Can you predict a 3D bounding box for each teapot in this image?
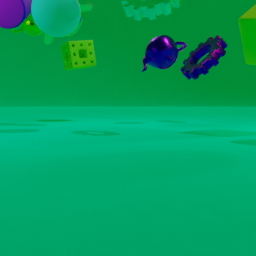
[{"bbox_3d":[-3.160,-3.570,9.507,1.640,1.020,0.803,-31,-19,-29],"label":"teapot"},{"bbox_3d":[1.228,-2.648,10.184,2.021,1.257,0.990,-29,52,-8],"label":"teapot"}]

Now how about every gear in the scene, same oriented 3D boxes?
[{"bbox_3d":[0.545,-2.866,6.208,1.346,1.346,0.249,2,-39,20],"label":"gear"},{"bbox_3d":[2.998,-2.805,11.193,0.366,1.981,1.981,39,-12,-22],"label":"gear"}]

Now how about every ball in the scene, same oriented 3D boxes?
[{"bbox_3d":[-1.738,-2.829,6.815,1.158,1.158,1.158,0,5,0],"label":"ball"}]

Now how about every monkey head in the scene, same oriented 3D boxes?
[{"bbox_3d":[-2.126,-3.567,8.764,1.961,1.182,1.411,-31,-23,20],"label":"monkey head"}]

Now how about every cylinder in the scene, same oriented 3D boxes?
[{"bbox_3d":[-2.961,-3.183,7.031,1.048,1.048,1.048,0,38,0],"label":"cylinder"}]

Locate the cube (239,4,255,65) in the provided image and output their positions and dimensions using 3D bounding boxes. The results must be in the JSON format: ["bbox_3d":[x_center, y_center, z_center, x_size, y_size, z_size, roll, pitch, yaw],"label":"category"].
[{"bbox_3d":[3.538,-2.257,6.483,1.241,1.241,1.241,-41,37,-18],"label":"cube"}]

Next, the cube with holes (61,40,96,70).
[{"bbox_3d":[-2.103,-3.068,11.870,1.050,1.050,1.050,-13,11,-29],"label":"cube with holes"}]
